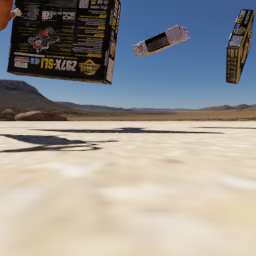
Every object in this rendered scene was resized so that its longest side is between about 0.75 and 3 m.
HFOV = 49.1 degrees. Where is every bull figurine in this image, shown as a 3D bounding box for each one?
[{"bbox_3d":[-2.385,-2.270,5.115,0.594,1.107,1.824,33,-41,-14],"label":"bull figurine"}]

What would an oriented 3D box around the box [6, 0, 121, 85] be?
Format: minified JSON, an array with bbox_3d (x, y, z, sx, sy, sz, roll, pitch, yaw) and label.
[{"bbox_3d":[-1.666,-2.343,7.254,2.733,2.183,0.674,7,3,11],"label":"box"}]

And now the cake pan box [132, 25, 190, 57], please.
[{"bbox_3d":[1.221,-3.055,9.901,1.718,0.488,1.865,-20,8,23],"label":"cake pan box"}]

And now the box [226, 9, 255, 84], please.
[{"bbox_3d":[3.396,-2.425,8.552,0.442,1.431,1.792,15,-20,24],"label":"box"}]
